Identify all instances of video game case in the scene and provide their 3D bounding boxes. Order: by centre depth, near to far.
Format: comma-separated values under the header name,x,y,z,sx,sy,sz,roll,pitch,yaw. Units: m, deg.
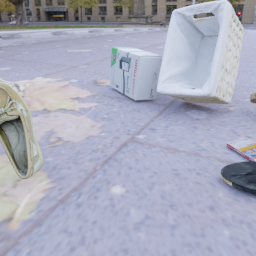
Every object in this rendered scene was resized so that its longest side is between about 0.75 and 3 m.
name,x,y,z,sx,sy,sz,roll,pitch,yaw
video game case,2.988,0.519,6.856,0.674,0.082,0.943,-12,26,-20

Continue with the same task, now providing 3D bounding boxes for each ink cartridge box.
name,x,y,z,sx,sy,sz,roll,pitch,yaw
ink cartridge box,0.221,-2.206,11.076,0.978,1.699,2.328,-7,24,-28

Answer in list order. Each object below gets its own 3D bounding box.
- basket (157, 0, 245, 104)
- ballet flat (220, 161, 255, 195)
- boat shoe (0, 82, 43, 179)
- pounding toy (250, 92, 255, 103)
name,x,y,z,sx,sy,sz,roll,pitch,yaw
basket,2.488,-2.317,9.388,2.026,2.988,1.844,9,-4,42
ballet flat,2.883,1.114,5.292,2.217,0.630,0.737,8,49,29
boat shoe,-2.222,0.034,5.401,0.705,1.933,0.608,-17,6,-1
pounding toy,4.533,-0.904,8.579,1.631,1.433,0.746,-18,46,50
